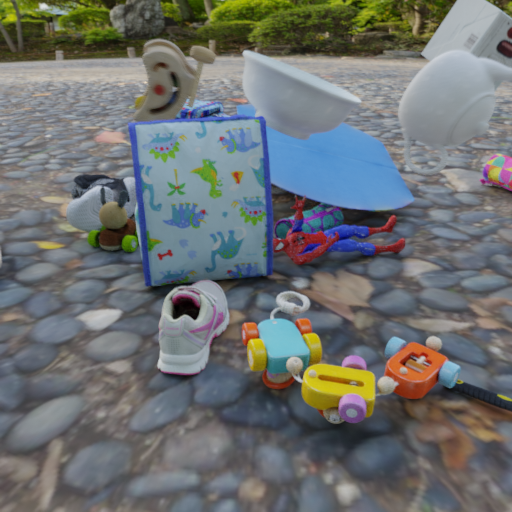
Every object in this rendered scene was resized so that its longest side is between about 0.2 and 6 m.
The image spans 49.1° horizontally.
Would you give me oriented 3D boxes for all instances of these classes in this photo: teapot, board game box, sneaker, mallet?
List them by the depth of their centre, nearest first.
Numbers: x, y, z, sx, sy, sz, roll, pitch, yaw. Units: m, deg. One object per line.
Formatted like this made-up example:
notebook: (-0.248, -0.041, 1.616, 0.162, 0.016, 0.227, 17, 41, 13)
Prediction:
mallet: (3.313, 1.961, 6.894, 2.122, 0.437, 0.699, 12, 22, 32)
sneaker: (-0.917, 0.846, 8.541, 0.868, 0.942, 2.135, 2, 25, 5)
teapot: (3.151, -2.303, 8.898, 1.625, 1.646, 1.202, -29, 63, -17)
sneaker: (-3.815, -1.249, 12.999, 1.542, 1.023, 2.710, 9, 21, 20)
board game box: (1.517, -2.272, 14.568, 4.312, 1.063, 5.457, 10, 35, -12)

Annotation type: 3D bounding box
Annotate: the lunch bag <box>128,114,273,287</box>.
lunch bag: (-1.015, -1.097, 10.372, 2.467, 2.901, 1.849, -7, 26, -12)

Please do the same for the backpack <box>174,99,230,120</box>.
backpack: (-1.598, -4.137, 18.361, 2.443, 1.644, 2.231, 17, 29, 29)

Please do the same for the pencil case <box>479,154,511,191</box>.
pencil case: (7.007, -2.022, 14.797, 0.928, 0.928, 2.100, -12, 26, -24)

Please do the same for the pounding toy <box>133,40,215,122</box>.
pounding toy: (-2.143, -4.001, 12.988, 1.393, 2.436, 1.397, 25, 36, -26)

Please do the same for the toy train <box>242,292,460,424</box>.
toy train: (1.138, 1.471, 7.543, 2.749, 0.765, 2.065, 21, 31, 31)

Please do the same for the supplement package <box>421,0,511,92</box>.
supplement package: (4.313, -4.077, 10.864, 1.419, 1.357, 1.044, 6, 39, -38)

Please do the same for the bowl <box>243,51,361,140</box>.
bowl: (0.719, -3.030, 11.024, 2.468, 1.109, 2.468, 20, 23, -9)

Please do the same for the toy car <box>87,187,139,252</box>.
toy car: (-2.921, -0.821, 11.717, 1.033, 1.258, 0.992, 8, 26, 17)

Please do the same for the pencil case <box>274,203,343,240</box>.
pencil case: (1.155, -0.700, 12.078, 1.608, 0.743, 0.684, -25, 67, -39)

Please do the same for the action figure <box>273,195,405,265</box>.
action figure: (1.603, -0.505, 10.934, 2.749, 1.361, 0.897, -8, 58, -11)

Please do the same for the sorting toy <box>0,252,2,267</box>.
sorting toy: (-6.033, 0.157, 10.761, 2.153, 0.393, 1.993, -15, 29, -20)
